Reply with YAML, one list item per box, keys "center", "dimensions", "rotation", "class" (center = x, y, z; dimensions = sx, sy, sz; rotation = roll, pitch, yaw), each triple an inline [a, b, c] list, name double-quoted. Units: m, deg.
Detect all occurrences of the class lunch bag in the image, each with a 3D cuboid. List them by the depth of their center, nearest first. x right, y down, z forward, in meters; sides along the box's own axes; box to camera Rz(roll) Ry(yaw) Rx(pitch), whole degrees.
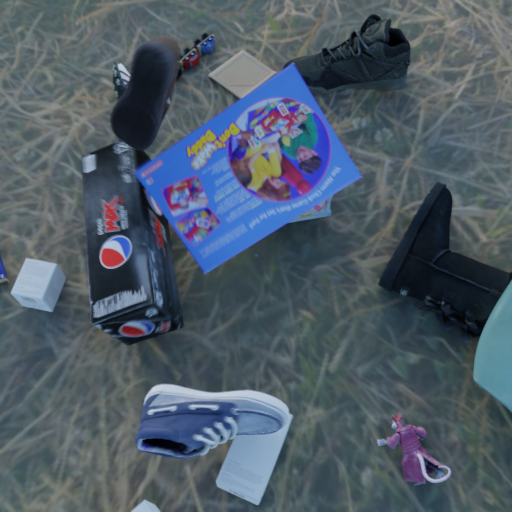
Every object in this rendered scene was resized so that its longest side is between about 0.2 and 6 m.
- center: [0.608, -1.481, 11.632]
  dimensions: [1.699, 1.080, 1.441]
  rotation: [-10, 62, 0]
  class: "lunch bag"

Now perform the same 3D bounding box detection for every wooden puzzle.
- center: [-0.331, -4.406, 13.705]
  dimensions: [1.294, 0.241, 1.197]
  rotation: [38, 68, 24]
  class: "wooden puzzle"

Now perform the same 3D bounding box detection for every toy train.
- center: [-1.664, -4.892, 13.885]
  dimensions: [0.460, 0.343, 2.010]
  rotation: [36, 68, 14]
  class: "toy train"

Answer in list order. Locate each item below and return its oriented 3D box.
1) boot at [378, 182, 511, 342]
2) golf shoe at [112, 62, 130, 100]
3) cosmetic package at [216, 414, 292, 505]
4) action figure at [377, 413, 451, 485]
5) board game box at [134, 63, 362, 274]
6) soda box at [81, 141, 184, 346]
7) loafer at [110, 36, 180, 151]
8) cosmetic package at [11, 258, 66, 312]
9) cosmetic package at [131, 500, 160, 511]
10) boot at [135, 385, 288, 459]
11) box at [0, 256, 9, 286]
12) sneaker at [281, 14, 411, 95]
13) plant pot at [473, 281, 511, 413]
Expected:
- center: [3.871, 0.088, 10.814]
  dimensions: [2.214, 1.000, 2.702]
  rotation: [27, 72, 16]
  class: "boot"
- center: [-2.955, -3.921, 13.295]
  dimensions: [0.729, 0.639, 1.656]
  rotation: [-14, 66, -27]
  class: "golf shoe"
- center: [-0.021, 3.237, 9.308]
  dimensions: [0.788, 0.621, 1.464]
  rotation: [22, 62, 10]
  class: "cosmetic package"
- center: [2.536, 3.185, 9.260]
  dimensions: [0.786, 0.874, 1.173]
  rotation: [-24, 78, -6]
  class: "action figure"
- center: [-0.143, -1.485, 9.939]
  dimensions: [3.305, 0.740, 2.222]
  rotation: [-31, 101, 12]
  class: "board game box"
- center: [-2.397, -0.340, 10.657]
  dimensions: [1.201, 1.342, 3.791]
  rotation: [-19, 59, 10]
  class: "soda box"
- center: [-1.814, -2.796, 9.800]
  dimensions: [0.890, 2.436, 0.865]
  rotation: [36, 50, -7]
  class: "loafer"
- center: [-4.159, 0.563, 10.755]
  dimensions: [0.643, 0.639, 0.768]
  rotation: [11, 63, 6]
  class: "cosmetic package"
- center: [-1.833, 4.313, 8.538]
  dimensions: [0.963, 0.960, 0.592]
  rotation: [-36, 67, -18]
  class: "cosmetic package"
- center: [-0.651, 2.661, 8.579]
  dimensions: [2.293, 0.834, 1.036]
  rotation: [4, 32, 1]
  class: "boot"
- center: [-5.394, 0.224, 11.217]
  dimensions: [0.612, 0.164, 1.010]
  rotation: [-23, 63, -12]
  class: "box"
- center: [2.105, -4.709, 13.013]
  dimensions: [3.059, 1.752, 1.169]
  rotation: [-1, 60, 2]
  class: "sneaker"
- center: [5.094, 1.670, 8.808]
  dimensions: [3.244, 3.244, 2.603]
  rotation: [40, 93, 19]
  class: "plant pot"
